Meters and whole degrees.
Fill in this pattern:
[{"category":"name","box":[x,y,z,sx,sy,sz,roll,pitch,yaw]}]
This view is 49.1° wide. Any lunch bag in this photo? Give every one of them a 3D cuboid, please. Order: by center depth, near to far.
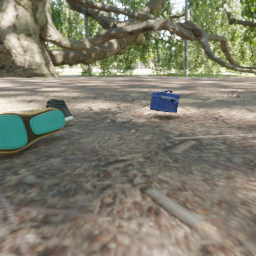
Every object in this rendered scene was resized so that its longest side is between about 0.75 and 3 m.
[{"category":"lunch bag","box":[1.366,-0.999,10.339,0.819,0.798,1.205,8,2,-21]}]

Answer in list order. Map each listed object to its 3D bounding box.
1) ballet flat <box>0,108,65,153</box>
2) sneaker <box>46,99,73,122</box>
[{"category":"ballet flat","box":[-2.508,0.068,6.466,0.802,0.874,2.546,-11,3,29]},{"category":"sneaker","box":[-2.518,-0.448,8.616,1.584,0.786,0.560,-17,-3,-39]}]
